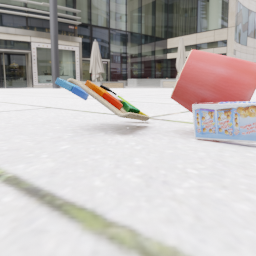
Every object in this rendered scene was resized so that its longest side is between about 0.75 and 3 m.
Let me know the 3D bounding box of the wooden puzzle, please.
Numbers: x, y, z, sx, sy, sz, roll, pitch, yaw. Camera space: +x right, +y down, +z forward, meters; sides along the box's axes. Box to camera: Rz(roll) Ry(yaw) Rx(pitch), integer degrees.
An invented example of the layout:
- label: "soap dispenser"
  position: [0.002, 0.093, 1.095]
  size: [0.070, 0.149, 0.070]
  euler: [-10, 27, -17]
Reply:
- label: "wooden puzzle"
  position: [-0.405, -0.712, 6.981]
  size: [1.940, 0.336, 2.876]
  euler: [31, 10, 12]

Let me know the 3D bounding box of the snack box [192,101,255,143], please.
- label: "snack box"
  position: [2.149, -0.112, 5.080]
  size: [2.011, 0.723, 0.245]
  euler: [3, 16, 39]

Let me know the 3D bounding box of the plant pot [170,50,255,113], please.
- label: "plant pot"
  position: [1.824, -0.907, 6.147]
  size: [1.454, 1.643, 1.643]
  euler: [25, 14, 7]
